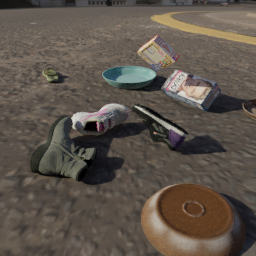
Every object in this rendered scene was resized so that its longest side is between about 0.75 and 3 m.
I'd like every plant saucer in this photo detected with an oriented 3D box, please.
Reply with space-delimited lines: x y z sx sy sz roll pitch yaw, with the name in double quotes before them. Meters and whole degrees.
"plant saucer" 5.048 -0.566 10.027 1.820 0.292 1.820 -1 29 0
"plant saucer" 0.052 -2.331 13.059 2.492 0.448 2.492 0 28 0
"plant saucer" 1.328 1.764 5.719 2.113 0.387 2.113 1 29 0

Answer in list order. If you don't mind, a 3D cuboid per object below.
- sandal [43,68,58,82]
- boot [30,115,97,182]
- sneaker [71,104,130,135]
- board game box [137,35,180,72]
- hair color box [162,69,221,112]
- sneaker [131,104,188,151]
"sandal" -3.719 -2.647 13.596 0.661 0.475 1.666 -13 31 -22
"boot" -1.517 0.560 7.679 1.494 0.774 2.286 9 37 6
"sneaker" -0.805 -0.174 8.917 1.914 0.779 0.844 -17 34 -13
"board game box" 1.004 -2.515 9.588 0.309 1.010 1.333 -55 17 -15
"hair color box" 2.409 -1.511 10.889 2.054 0.622 1.027 31 85 43
"sneaker" 0.748 0.010 7.817 1.746 0.765 0.661 33 14 5
